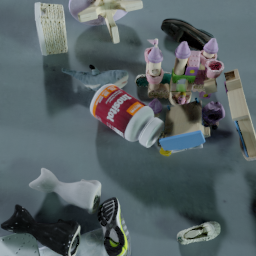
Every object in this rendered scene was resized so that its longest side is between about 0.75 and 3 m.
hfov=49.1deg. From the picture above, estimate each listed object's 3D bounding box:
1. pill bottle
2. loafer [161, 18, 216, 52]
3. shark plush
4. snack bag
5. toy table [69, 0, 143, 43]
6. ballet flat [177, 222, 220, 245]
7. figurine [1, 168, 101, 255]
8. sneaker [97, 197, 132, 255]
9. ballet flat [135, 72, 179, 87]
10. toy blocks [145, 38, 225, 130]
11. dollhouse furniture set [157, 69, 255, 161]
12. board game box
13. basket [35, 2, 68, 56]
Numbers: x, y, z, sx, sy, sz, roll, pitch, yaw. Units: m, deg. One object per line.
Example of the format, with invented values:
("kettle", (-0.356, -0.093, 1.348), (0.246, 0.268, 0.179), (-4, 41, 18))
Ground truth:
("pill bottle", (-0.011, -0.367, 8.670), (2.163, 1.222, 1.222), (34, 62, 21))
("loafer", (2.322, -3.703, 11.229), (2.332, 0.838, 0.734), (25, 66, 14))
("shark plush", (-1.111, -1.892, 9.852), (2.371, 0.988, 1.077), (24, 59, 15))
("snack bag", (-1.212, 3.647, 6.536), (2.300, 0.246, 2.169), (-15, 57, -10))
("toy table", (-0.889, -4.832, 11.194), (2.731, 2.510, 1.599), (-25, 41, -1))
("ballet flat", (1.845, 2.669, 7.115), (1.221, 0.438, 0.438), (-14, 57, -10))
("figurine", (-1.910, 2.025, 7.202), (1.945, 0.858, 1.993), (16, 50, 13))
("sneaker", (-0.320, 2.539, 7.093), (0.650, 0.712, 1.759), (-24, 38, 7))
("ballet flat", (1.026, -1.794, 10.107), (1.578, 0.566, 0.566), (0, 56, -1))
("toy blocks", (1.813, -1.740, 8.950), (2.566, 2.311, 2.746), (2, 56, 1))
("dollhouse furniture set", (2.414, -0.102, 8.810), (2.695, 1.758, 2.544), (-15, 37, 24))
("board game box", (-2.798, 3.234, 6.437), (1.533, 0.198, 1.533), (-8, 44, -27))
("basket", (-2.926, -3.788, 10.785), (1.033, 1.674, 1.134), (-6, 56, -12))
